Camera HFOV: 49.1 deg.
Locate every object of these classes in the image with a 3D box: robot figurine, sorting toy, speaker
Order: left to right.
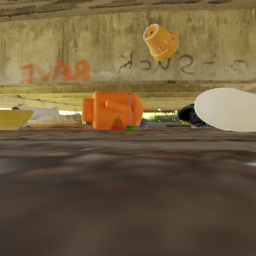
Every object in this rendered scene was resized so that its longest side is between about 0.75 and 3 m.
[{"bbox_3d":[-4.443,-0.527,13.498,0.970,0.970,2.389,1,1,31],"label":"speaker"},{"bbox_3d":[-0.445,-0.595,9.496,2.245,1.309,1.615,-1,-39,-12],"label":"robot figurine"},{"bbox_3d":[0.053,-0.173,8.305,1.352,0.466,0.469,-2,2,-39],"label":"sorting toy"}]

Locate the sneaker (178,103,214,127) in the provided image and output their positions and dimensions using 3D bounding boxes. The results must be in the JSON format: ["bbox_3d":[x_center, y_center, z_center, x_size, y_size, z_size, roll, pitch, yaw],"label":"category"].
[{"bbox_3d":[3.040,-0.410,10.055,1.143,1.029,2.935,-18,12,-27],"label":"sneaker"}]

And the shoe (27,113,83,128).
[{"bbox_3d":[-3.167,-0.344,12.243,2.407,0.643,0.842,0,1,1],"label":"shoe"}]

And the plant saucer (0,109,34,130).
[{"bbox_3d":[-4.307,-0.233,8.141,2.447,0.593,2.448,0,1,-37],"label":"plant saucer"}]

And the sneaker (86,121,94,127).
[{"bbox_3d":[-1.044,-0.330,12.289,0.930,0.773,2.064,11,-1,-40],"label":"sneaker"}]

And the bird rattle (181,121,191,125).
[{"bbox_3d":[4.433,-0.452,17.410,2.314,1.304,1.887,14,17,18],"label":"bird rattle"}]

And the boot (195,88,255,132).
[{"bbox_3d":[2.949,-0.329,6.501,2.682,0.976,1.212,10,3,18],"label":"boot"}]

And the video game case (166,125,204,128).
[{"bbox_3d":[2.441,-0.078,11.755,1.104,0.147,1.546,1,0,37],"label":"video game case"}]

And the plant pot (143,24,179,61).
[{"bbox_3d":[1.342,-3.819,12.207,1.318,1.318,1.206,1,-23,45],"label":"plant pot"}]
